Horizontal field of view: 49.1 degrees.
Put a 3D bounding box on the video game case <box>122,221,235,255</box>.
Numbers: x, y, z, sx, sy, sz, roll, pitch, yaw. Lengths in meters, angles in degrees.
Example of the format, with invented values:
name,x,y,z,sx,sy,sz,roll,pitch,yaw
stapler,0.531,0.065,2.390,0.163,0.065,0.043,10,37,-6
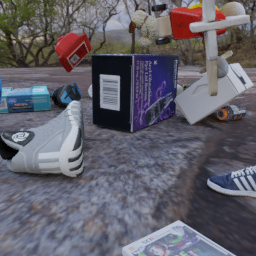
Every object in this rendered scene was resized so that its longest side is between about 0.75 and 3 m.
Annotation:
name,x,y,z,sx,sy,sz,roll,pitch,yaw
video game case,0.594,1.414,3.018,0.920,0.118,1.012,-11,19,-35

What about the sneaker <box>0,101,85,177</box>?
name,x,y,z,sx,sy,sz,roll,pitch,yaw
sneaker,-1.828,0.119,6.040,1.724,1.120,2.986,-4,16,-7

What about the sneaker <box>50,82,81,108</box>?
name,x,y,z,sx,sy,sz,roll,pitch,yaw
sneaker,-2.651,-1.216,11.694,1.175,1.050,2.868,-20,12,0

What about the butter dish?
name,x,y,z,sx,sy,sz,roll,pitch,yaw
butter dish,-1.727,-2.364,8.225,0.810,1.093,1.096,42,-5,9

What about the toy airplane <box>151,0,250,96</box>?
name,x,y,z,sx,sy,sz,roll,pitch,yaw
toy airplane,1.843,-2.424,6.245,1.905,2.688,2.700,-15,-22,-11

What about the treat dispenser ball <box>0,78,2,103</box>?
name,x,y,z,sx,sy,sz,roll,pitch,yaw
treat dispenser ball,-4.722,-1.032,6.897,2.980,2.980,2.980,0,15,0

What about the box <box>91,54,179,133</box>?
name,x,y,z,sx,sy,sz,roll,pitch,yaw
box,0.327,-1.307,9.161,1.552,2.202,2.976,11,19,33

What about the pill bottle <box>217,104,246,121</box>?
name,x,y,z,sx,sy,sz,roll,pitch,yaw
pill bottle,3.462,-0.508,9.429,0.992,0.527,0.527,-9,18,-30

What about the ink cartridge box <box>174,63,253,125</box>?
name,x,y,z,sx,sy,sz,roll,pitch,yaw
ink cartridge box,2.944,-1.195,9.396,1.813,1.046,2.498,-37,-9,34

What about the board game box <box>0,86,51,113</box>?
name,x,y,z,sx,sy,sz,roll,pitch,yaw
board game box,-4.509,-1.266,11.945,2.185,0.679,2.895,-5,15,-17

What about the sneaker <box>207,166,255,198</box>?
name,x,y,z,sx,sy,sz,roll,pitch,yaw
sneaker,1.915,0.742,4.473,1.217,0.660,0.426,6,16,22

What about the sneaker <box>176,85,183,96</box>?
name,x,y,z,sx,sy,sz,roll,pitch,yaw
sneaker,1.896,-1.587,13.369,1.995,0.755,0.918,-15,27,-23

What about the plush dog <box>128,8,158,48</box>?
name,x,y,z,sx,sy,sz,roll,pitch,yaw
plush dog,0.538,-3.328,8.949,0.991,1.154,0.926,29,-26,-8

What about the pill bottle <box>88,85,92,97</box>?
name,x,y,z,sx,sy,sz,roll,pitch,yaw
pill bottle,-1.483,-1.917,14.190,0.801,0.801,1.425,4,15,13

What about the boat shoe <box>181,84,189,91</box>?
name,x,y,z,sx,sy,sz,roll,pitch,yaw
boat shoe,3.112,-2.104,15.337,0.635,0.562,1.734,-11,18,-35
